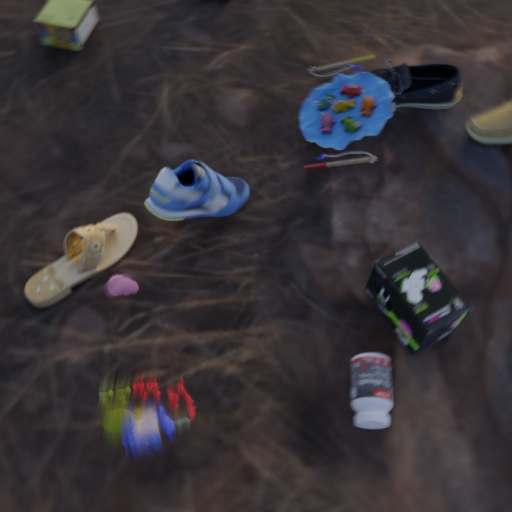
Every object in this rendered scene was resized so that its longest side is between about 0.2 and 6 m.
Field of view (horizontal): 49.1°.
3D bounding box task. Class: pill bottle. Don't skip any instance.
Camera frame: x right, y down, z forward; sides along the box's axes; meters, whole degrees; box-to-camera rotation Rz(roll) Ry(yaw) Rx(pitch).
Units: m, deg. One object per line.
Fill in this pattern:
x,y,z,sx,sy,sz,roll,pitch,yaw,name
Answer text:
1.730,2.027,8.389,0.588,0.588,1.014,3,60,2,pill bottle

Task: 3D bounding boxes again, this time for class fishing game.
1.721,-2.885,10.885,1.920,0.417,2.681,-3,62,23,fishing game

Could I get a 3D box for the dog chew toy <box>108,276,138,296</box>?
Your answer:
-2.157,0.500,9.156,0.321,0.515,0.321,-10,75,40,dog chew toy

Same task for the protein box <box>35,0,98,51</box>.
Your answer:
-4.214,-5.215,12.529,0.928,0.631,0.935,13,61,8,protein box

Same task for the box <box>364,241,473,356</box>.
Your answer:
2.527,0.685,8.906,0.859,1.026,1.382,-25,63,-14,box

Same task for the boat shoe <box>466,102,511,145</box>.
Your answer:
5.267,-2.832,11.027,2.251,0.857,0.807,-15,61,-8,boat shoe

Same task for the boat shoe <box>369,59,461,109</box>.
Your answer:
2.853,-3.500,11.424,2.692,0.838,1.004,0,62,3,boat shoe

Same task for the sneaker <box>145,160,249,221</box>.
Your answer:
-0.887,-1.184,9.738,2.107,0.867,0.779,-15,44,-43,sneaker

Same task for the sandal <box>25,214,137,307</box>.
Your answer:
-2.966,-0.090,9.509,0.838,0.752,2.285,39,67,20,sandal

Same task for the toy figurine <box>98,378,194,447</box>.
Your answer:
-1.641,2.296,7.796,1.420,0.749,0.850,-8,16,7,toy figurine
